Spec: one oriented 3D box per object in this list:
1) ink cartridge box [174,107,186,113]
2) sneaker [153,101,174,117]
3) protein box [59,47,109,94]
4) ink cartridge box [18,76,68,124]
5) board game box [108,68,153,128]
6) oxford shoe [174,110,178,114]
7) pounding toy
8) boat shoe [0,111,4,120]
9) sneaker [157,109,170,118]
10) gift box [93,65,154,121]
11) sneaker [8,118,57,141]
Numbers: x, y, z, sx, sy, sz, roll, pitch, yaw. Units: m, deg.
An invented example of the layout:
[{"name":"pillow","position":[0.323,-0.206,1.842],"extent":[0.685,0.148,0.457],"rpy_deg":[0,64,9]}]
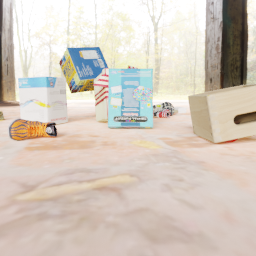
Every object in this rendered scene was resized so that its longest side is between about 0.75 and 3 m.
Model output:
[{"name":"ink cartridge box","position":[3.408,-1.202,18.702],"extent":[0.637,0.368,0.873],"rpy_deg":[-3,8,-22]},{"name":"sneaker","position":[1.712,-1.038,15.920],"extent":[2.187,0.848,0.871],"rpy_deg":[-5,0,-31]},{"name":"protein box","position":[-2.062,-2.830,13.592],"extent":[1.824,1.810,1.230],"rpy_deg":[-14,-15,-36]},{"name":"ink cartridge box","position":[-3.577,-1.147,11.927],"extent":[1.443,1.976,1.450],"rpy_deg":[2,7,21]},{"name":"board game box","position":[0.100,-1.107,10.551],"extent":[1.673,2.216,0.520],"rpy_deg":[1,-7,1]},{"name":"oxford shoe","position":[2.408,-1.102,17.176],"extent":[1.505,0.556,0.533],"rpy_deg":[-2,8,-17]},{"name":"pounding toy","position":[3.287,-0.281,7.849],"extent":[2.476,1.760,2.279],"rpy_deg":[-11,7,-1]},{"name":"boat shoe","position":[-6.412,-0.575,13.442],"extent":[0.516,0.463,1.394],"rpy_deg":[0,7,-2]},{"name":"sneaker","position":[2.113,-0.766,15.056],"extent":[0.681,0.431,1.211],"rpy_deg":[0,14,36]},{"name":"gift box","position":[-0.362,-1.253,11.999],"extent":[2.519,2.324,2.352],"rpy_deg":[-8,-1,-22]},{"name":"sneaker","position":[-2.670,0.014,8.213],"extent":[0.923,0.639,1.647],"rpy_deg":[1,7,19]}]
